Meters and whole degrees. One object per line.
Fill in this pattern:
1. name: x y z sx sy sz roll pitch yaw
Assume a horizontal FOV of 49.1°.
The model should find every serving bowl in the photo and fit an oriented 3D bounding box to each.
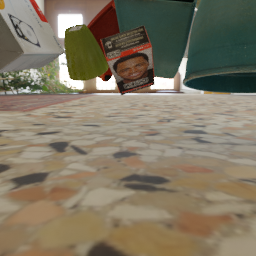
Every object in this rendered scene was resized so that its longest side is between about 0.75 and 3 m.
1. serving bowl: 2.586 -3.559 10.871 0.594 1.806 1.806 6 4 -33

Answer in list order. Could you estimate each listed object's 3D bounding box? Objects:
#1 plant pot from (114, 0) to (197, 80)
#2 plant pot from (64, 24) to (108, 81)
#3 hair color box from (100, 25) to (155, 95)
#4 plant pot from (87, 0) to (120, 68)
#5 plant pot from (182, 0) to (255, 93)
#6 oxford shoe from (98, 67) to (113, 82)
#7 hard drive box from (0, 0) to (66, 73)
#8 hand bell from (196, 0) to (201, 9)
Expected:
1. plant pot: 0.924 -2.906 8.156 1.968 2.784 1.967 10 54 12
2. plant pot: -1.467 -2.494 8.998 1.383 1.478 1.383 -9 36 6
3. hair color box: 0.054 -1.147 5.100 0.759 0.458 1.496 -17 -16 4
4. plant pot: -0.439 -3.581 10.446 2.015 1.777 2.017 33 33 -17
5. plant pot: 2.755 -2.299 6.244 2.885 2.711 2.885 3 0 0
6. oxford shoe: -0.863 -3.023 10.839 0.876 2.415 0.860 33 29 22
7. hard drive box: -2.686 -2.348 6.592 0.895 1.816 2.331 -28 10 14
8. hand bell: 2.762 -3.200 8.869 1.087 2.088 1.087 -22 21 9
